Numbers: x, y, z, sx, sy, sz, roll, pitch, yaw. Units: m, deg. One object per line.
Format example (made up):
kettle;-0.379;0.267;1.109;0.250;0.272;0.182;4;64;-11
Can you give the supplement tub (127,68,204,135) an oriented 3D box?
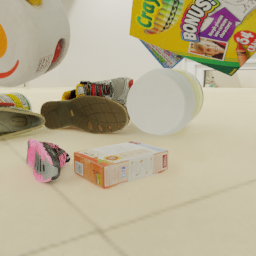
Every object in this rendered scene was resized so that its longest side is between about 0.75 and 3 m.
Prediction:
supplement tub;1.133;-0.799;8.089;1.812;1.812;2.500;4;11;22

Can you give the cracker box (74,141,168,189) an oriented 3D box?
cracker box;-0.103;0.553;4.636;1.330;0.384;0.891;-9;13;-37

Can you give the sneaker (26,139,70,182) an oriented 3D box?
sneaker;-1.272;0.503;4.723;0.704;0.584;1.477;7;7;-28

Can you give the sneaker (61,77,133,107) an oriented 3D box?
sneaker;-1.025;-0.974;8.985;2.919;1.136;1.199;-14;-25;38

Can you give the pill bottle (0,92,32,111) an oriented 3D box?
pill bottle;-3.796;-0.442;8.154;1.119;1.119;1.985;2;11;12

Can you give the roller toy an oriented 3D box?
roller toy;-2.608;-2.152;6.270;2.488;2.269;1.738;-3;25;24

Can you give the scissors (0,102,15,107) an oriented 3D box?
scissors;-3.650;-0.629;7.052;1.461;0.102;0.535;3;0;-37

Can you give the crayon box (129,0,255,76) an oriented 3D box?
crayon box;1.351;-2.238;4.906;2.453;0.829;2.843;22;-14;2

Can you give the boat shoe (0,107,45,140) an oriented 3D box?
boat shoe;-3.288;-0.114;6.857;0.845;0.980;2.687;0;2;30

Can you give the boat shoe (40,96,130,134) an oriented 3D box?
boat shoe;-1.214;-0.465;8.377;2.977;1.072;1.005;3;12;28

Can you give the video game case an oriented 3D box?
video game case;1.661;-3.188;9.229;2.263;1.619;0.201;-40;18;16
